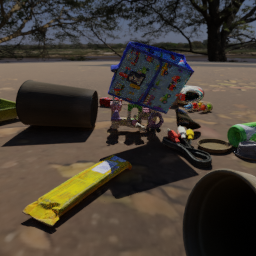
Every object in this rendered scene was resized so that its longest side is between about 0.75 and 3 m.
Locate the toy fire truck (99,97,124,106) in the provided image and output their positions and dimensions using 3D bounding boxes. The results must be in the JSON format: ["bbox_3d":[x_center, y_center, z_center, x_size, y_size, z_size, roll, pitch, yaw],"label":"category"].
[{"bbox_3d":[-0.515,-1.369,14.344,1.643,0.400,1.159,7,18,24],"label":"toy fire truck"}]

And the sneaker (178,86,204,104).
[{"bbox_3d":[2.640,-1.811,14.807,2.733,0.962,1.278,6,16,12],"label":"sneaker"}]

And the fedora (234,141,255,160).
[{"bbox_3d":[3.486,0.599,7.948,0.855,0.386,0.756,5,18,17],"label":"fedora"}]

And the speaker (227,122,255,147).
[{"bbox_3d":[3.998,0.159,8.775,1.732,0.766,0.766,-7,19,-23],"label":"speaker"}]

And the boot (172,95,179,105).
[{"bbox_3d":[2.011,-1.790,14.567,1.378,1.070,0.529,14,22,38],"label":"boot"}]

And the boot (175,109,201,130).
[{"bbox_3d":[2.119,-0.307,9.848,1.267,0.614,0.473,13,-33,-44],"label":"boot"}]

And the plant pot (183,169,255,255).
[{"bbox_3d":[1.750,1.403,3.756,1.375,1.585,1.585,10,12,-22],"label":"plant pot"}]

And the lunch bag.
[{"bbox_3d":[0.531,-1.619,8.694,2.305,1.735,1.084,11,39,-24],"label":"lunch bag"}]

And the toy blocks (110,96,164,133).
[{"bbox_3d":[0.273,-0.881,9.998,1.879,1.692,2.011,5,9,-2],"label":"toy blocks"}]

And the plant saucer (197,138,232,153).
[{"bbox_3d":[2.626,0.540,8.554,1.009,0.149,1.009,-1,17,0],"label":"plant saucer"}]

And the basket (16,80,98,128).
[{"bbox_3d":[-2.487,-0.835,10.561,2.522,1.715,2.274,6,3,4],"label":"basket"}]

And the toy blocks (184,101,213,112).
[{"bbox_3d":[3.246,-0.968,13.046,1.095,0.398,0.912,-11,20,-32],"label":"toy blocks"}]

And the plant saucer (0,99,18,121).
[{"bbox_3d":[-5.897,-0.665,11.763,2.359,0.565,2.356,14,22,38],"label":"plant saucer"}]

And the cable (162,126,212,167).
[{"bbox_3d":[1.642,0.459,8.130,1.048,0.543,2.158,-2,17,-7],"label":"cable"}]

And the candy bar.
[{"bbox_3d":[-0.871,1.197,6.102,0.727,0.323,2.917,14,21,28],"label":"candy bar"}]
